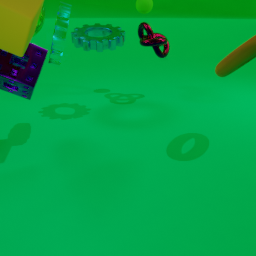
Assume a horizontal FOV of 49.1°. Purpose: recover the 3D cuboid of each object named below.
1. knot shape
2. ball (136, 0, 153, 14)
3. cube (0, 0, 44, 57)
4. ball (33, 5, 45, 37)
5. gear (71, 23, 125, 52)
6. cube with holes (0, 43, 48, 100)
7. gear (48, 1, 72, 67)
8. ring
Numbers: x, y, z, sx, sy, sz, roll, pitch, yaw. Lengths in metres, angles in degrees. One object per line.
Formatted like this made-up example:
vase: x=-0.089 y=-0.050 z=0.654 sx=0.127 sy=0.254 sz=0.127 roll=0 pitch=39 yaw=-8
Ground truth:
knot shape: x=1.099 y=-3.420 z=11.151 sx=1.536 sy=0.758 sz=1.641 roll=22 pitch=26 yaw=-36
ball: x=0.675 y=-5.102 z=11.577 sx=0.711 sy=0.711 sz=0.711 roll=0 pitch=24 yaw=0
cube: x=-2.335 y=-2.200 z=5.525 sx=0.958 sy=0.958 sz=0.958 roll=20 pitch=46 yaw=-19
ball: x=-2.631 y=-2.747 z=6.621 sx=1.293 sy=1.293 sz=1.293 roll=0 pitch=24 yaw=0
gear: x=-1.000 y=-3.098 z=9.511 sx=1.783 sy=0.330 sz=1.783 roll=1 pitch=38 yaw=-1
cube with holes: x=-2.650 y=-1.444 z=6.761 sx=1.013 sy=1.013 sz=1.013 roll=20 pitch=-19 yaw=-19
gear: x=-1.857 y=-2.508 z=7.602 sx=0.306 sy=1.654 sz=1.654 roll=11 pitch=20 yaw=-17
ring: x=2.993 y=-1.884 z=6.967 sx=1.813 sy=0.363 sz=1.813 roll=-33 pitch=-5 yaw=-3
